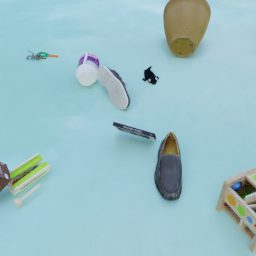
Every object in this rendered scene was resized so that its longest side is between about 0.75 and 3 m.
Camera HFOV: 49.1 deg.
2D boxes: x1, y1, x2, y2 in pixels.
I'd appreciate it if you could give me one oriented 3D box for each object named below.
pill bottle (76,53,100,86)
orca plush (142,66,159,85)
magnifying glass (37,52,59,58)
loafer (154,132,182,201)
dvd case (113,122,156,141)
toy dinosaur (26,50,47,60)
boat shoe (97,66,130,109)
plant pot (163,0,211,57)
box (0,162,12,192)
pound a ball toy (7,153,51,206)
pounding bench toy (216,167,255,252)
[{"bbox_3d":[-1.906,-2.772,13.329,1.037,1.037,1.845,0,39,0],"label":"pill bottle"},{"bbox_3d":[1.119,-2.705,13.628,0.814,0.550,1.548,3,39,4],"label":"orca plush"},{"bbox_3d":[-4.506,-4.076,15.684,1.275,0.143,0.507,8,39,12],"label":"magnifying glass"},{"bbox_3d":[1.254,1.108,8.649,0.870,0.864,2.390,2,40,0],"label":"loafer"},{"bbox_3d":[0.251,0.120,9.716,1.454,1.093,0.180,16,84,10],"label":"dvd case"},{"bbox_3d":[-5.131,-3.844,15.339,0.845,0.932,0.489,7,80,37],"label":"toy dinosaur"},{"bbox_3d":[-0.485,-1.774,12.220,0.795,0.974,2.636,1,38,-39],"label":"boat shoe"},{"bbox_3d":[3.155,-5.468,15.729,2.760,2.760,2.962,8,57,10],"label":"plant pot"},{"bbox_3d":[-3.929,1.631,7.717,1.423,0.533,0.713,-45,47,3],"label":"box"},{"bbox_3d":[-2.992,1.583,8.399,0.970,0.632,1.488,44,52,10],"label":"pound a ball toy"},{"bbox_3d":[3.621,1.873,7.387,2.037,1.265,1.589,-16,41,-19],"label":"pounding bench toy"}]
